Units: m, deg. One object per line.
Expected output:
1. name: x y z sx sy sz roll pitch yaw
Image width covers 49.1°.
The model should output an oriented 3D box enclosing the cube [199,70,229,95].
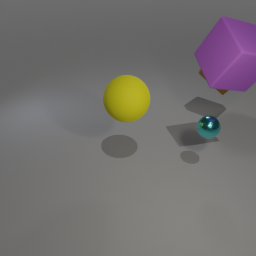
1. cube: 3.975 -2.462 11.179 1.400 1.400 1.400 45 73 6

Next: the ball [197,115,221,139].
1. ball: 2.427 -0.028 8.429 0.700 0.700 0.700 0 31 0

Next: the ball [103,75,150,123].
1. ball: -0.042 -0.863 8.328 1.400 1.400 1.400 0 31 0

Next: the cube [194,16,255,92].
1. cube: 3.014 -2.042 7.952 1.400 1.400 1.400 2 57 -25
